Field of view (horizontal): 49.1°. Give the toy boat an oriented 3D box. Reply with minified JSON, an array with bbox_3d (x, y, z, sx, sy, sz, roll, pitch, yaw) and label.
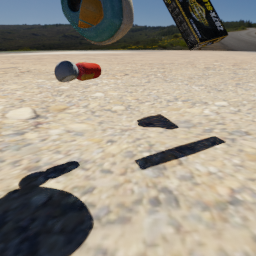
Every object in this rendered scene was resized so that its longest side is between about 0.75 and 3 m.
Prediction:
[{"bbox_3d":[-0.819,-1.939,5.498,1.055,2.271,1.909,-13,41,-43],"label":"toy boat"}]

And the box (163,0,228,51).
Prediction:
[{"bbox_3d":[1.833,-3.080,7.639,1.409,1.764,0.435,-24,-4,-37],"label":"box"}]
